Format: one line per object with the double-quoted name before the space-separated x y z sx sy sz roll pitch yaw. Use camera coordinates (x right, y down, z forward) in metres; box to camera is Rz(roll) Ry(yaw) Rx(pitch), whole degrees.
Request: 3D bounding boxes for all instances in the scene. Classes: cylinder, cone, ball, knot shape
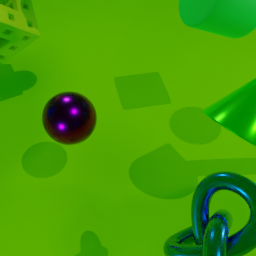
"cylinder" 1.790 -2.420 5.322 1.194 1.194 1.194 3 53 -28
"cone" 2.156 -0.503 4.391 1.401 1.401 1.406 35 105 21
"ball" -1.029 -0.173 4.965 0.952 0.952 0.952 0 56 0
"knot shape" 0.767 1.037 2.678 0.536 1.085 1.160 29 61 -5

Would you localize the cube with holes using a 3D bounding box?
"cube with holes" -2.876 -2.324 5.777 1.296 1.296 1.296 -23 78 29
